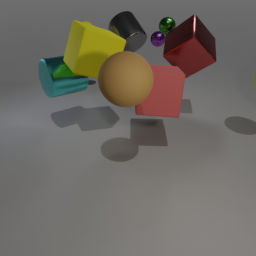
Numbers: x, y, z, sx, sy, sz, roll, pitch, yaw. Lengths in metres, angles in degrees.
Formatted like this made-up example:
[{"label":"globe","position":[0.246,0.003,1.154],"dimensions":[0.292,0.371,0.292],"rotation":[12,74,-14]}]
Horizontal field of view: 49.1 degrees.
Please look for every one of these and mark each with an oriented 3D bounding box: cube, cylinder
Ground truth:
[{"label":"cube","position":[0.976,-1.254,9.172],"dimensions":[1.400,1.400,1.400],"rotation":[4,22,-1]},{"label":"cylinder","position":[-0.018,-4.534,13.338],"dimensions":[1.400,1.400,1.400],"rotation":[-20,70,-30]},{"label":"cylinder","position":[-2.375,-1.927,10.300],"dimensions":[1.400,1.400,1.400],"rotation":[-18,35,-31]},{"label":"cube","position":[-1.128,-2.505,9.126],"dimensions":[1.400,1.400,1.400],"rotation":[7,25,-31]},{"label":"cube","position":[2.321,-3.024,10.511],"dimensions":[1.400,1.400,1.400],"rotation":[-26,40,39]}]

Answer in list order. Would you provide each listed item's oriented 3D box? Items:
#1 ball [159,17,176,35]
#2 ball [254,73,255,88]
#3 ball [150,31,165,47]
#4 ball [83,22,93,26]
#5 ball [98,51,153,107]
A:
[{"label":"ball","position":[1.604,-4.170,11.451],"dimensions":[0.700,0.700,0.700],"rotation":[0,30,0]},{"label":"ball","position":[4.989,-1.637,9.395],"dimensions":[1.400,1.400,1.400],"rotation":[0,30,0]},{"label":"ball","position":[1.395,-4.140,13.024],"dimensions":[0.700,0.700,0.700],"rotation":[0,30,0]},{"label":"ball","position":[-1.941,-4.570,13.000],"dimensions":[0.700,0.700,0.700],"rotation":[0,30,0]},{"label":"ball","position":[-0.058,-1.229,7.117],"dimensions":[1.400,1.400,1.400],"rotation":[0,30,0]}]
